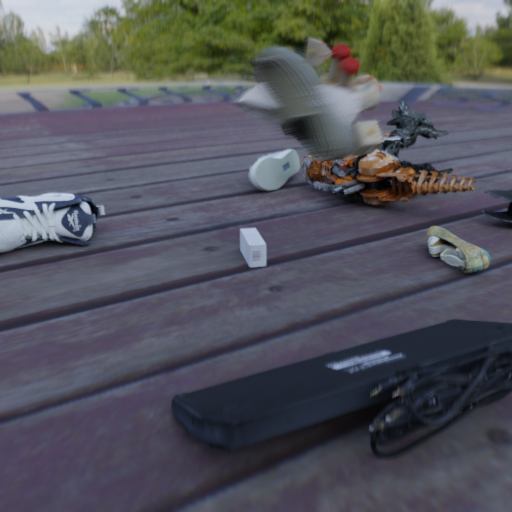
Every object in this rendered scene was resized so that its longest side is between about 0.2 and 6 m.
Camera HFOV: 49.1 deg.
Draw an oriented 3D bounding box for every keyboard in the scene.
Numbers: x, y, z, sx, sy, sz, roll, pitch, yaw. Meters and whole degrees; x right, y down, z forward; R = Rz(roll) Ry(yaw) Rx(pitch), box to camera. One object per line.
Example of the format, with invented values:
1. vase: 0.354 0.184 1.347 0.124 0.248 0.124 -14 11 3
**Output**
1. keyboard: 1.440 1.608 6.409 4.464 0.885 2.324 -11 1 -23

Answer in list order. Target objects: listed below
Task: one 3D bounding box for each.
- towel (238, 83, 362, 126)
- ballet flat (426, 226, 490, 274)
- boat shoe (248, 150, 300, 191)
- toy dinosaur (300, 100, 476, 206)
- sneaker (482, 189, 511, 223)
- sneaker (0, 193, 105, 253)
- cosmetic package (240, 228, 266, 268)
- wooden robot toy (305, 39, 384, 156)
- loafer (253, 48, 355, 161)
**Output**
1. towel: 0.749 -2.466 9.072 1.782 0.307 1.181 23 49 15
2. ballet flat: 3.620 -0.117 10.566 0.603 0.603 1.707 -8 23 -20
3. boat shoe: 0.349 -2.374 15.877 0.935 0.916 2.625 -10 16 33
4. toy dinosaur: 3.272 -2.064 14.193 3.100 2.333 4.568 -32 55 -30
5. sneaker: 6.866 -1.288 12.760 3.358 1.008 1.751 -19 33 -31
6. sneaker: -4.149 -0.677 11.138 1.751 1.074 2.690 1 10 27
7. cosmetic package: -0.068 -0.169 10.735 0.347 0.477 0.938 -4 24 -10
8. wooden robot toy: 2.053 -3.344 11.181 1.315 1.277 2.898 -8 57 -24
9. loafer: 0.609 -2.084 7.807 1.903 0.716 0.663 49 49 3
